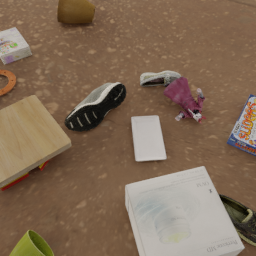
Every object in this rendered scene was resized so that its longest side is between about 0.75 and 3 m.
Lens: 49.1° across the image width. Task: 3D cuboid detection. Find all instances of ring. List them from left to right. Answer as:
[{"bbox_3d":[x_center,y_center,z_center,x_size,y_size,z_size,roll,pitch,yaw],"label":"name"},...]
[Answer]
[{"bbox_3d":[-6.025,-2.015,12.774,1.826,0.175,1.826,0,51,0],"label":"ring"}]

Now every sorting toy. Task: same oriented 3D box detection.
[{"bbox_3d":[-3.956,0.559,10.174,2.894,1.013,2.911,-31,58,-22],"label":"sorting toy"}]

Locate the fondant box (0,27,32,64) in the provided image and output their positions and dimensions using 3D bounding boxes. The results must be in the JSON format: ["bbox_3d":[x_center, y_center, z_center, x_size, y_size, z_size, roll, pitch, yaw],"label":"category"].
[{"bbox_3d":[-5.993,-4.207,14.235,1.445,0.583,2.003,-27,56,-20],"label":"fondant box"}]

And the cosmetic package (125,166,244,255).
[{"bbox_3d":[1.432,2.773,8.112,2.521,1.554,2.529,-12,54,-9],"label":"cosmetic package"}]

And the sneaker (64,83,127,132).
[{"bbox_3d":[-1.390,-0.888,11.468,2.923,1.080,1.159,-40,38,-24],"label":"sneaker"}]

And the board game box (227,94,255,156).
[{"bbox_3d":[5.238,-0.058,11.026,1.818,0.463,2.686,25,56,19],"label":"board game box"}]

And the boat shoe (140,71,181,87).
[{"bbox_3d":[1.453,-2.150,12.597,1.817,0.670,0.583,1,58,6],"label":"boat shoe"}]

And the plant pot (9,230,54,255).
[{"bbox_3d":[-2.869,3.680,7.831,1.146,1.073,1.073,-43,62,-12],"label":"plant pot"}]

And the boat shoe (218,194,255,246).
[{"bbox_3d":[3.585,2.830,8.550,2.353,0.773,0.841,30,57,21],"label":"boat shoe"}]

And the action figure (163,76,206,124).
[{"bbox_3d":[2.406,-1.007,11.623,1.469,1.633,2.193,-36,76,8],"label":"action figure"}]

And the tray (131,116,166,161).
[{"bbox_3d":[0.762,0.399,10.821,1.134,0.234,2.113,-4,52,-2],"label":"tray"}]

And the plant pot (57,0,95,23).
[{"bbox_3d":[-2.809,-6.570,15.553,1.872,1.744,1.744,11,51,-7],"label":"plant pot"}]
